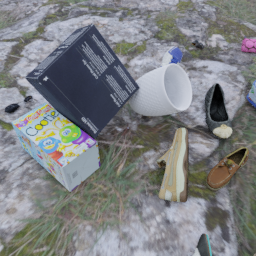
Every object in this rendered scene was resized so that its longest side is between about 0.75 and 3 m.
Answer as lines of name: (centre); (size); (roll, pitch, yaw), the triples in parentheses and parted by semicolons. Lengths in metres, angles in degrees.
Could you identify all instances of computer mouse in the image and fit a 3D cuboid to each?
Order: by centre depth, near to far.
computer mouse: (-4.616, -0.999, 11.914); (0.407, 0.237, 1.390); (17, 42, 37)

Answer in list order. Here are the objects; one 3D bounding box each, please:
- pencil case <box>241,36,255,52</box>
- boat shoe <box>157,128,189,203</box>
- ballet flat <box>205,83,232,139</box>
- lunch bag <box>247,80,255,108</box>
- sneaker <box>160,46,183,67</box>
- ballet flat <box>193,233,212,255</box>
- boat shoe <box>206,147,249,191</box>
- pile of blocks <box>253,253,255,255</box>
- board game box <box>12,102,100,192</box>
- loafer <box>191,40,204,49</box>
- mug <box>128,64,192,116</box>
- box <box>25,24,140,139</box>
pencil case: (6.851, -4.334, 14.686); (1.656, 0.751, 0.776); (9, 31, 5)
boat shoe: (1.496, 1.109, 9.449); (1.074, 1.010, 2.819); (-1, 46, 16)
ballet flat: (3.562, -0.715, 11.208); (0.926, 0.792, 2.787); (1, 47, 1)
lunch bag: (6.588, -1.294, 11.570); (2.943, 1.112, 2.358); (-24, 53, -22)
sneaker: (1.787, -2.470, 12.099); (2.192, 0.886, 1.266); (-54, 23, -6)
ballet flat: (1.982, 3.707, 7.195); (0.672, 0.668, 1.965); (-10, 47, 2)
boat shoe: (3.334, 1.280, 9.422); (1.984, 0.674, 0.714); (-36, 56, -29)
pile of blocks: (3.743, 3.790, 7.249); (0.561, 0.425, 1.368); (1, 47, 1)
board game box: (-2.419, 0.573, 9.553); (2.743, 1.438, 1.413); (34, 56, 27)
loafer: (3.762, -4.451, 15.079); (0.304, 0.306, 0.841); (-27, 42, -13)
mug: (1.320, -1.309, 11.067); (2.408, 2.111, 1.778); (3, 79, -44)
box: (-1.503, -1.565, 9.754); (2.587, 2.841, 1.479); (-50, 31, -18)
